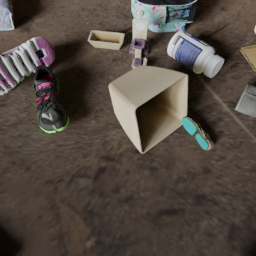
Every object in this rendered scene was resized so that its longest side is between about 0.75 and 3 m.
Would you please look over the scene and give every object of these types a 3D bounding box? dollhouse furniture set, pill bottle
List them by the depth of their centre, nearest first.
[{"bbox_3d":[2.376,-2.565,9.835,1.023,1.023,1.843,-39,65,-22],"label":"pill bottle"},{"bbox_3d":[-0.379,-3.239,9.902,2.306,1.636,1.827,7,57,4],"label":"dollhouse furniture set"}]

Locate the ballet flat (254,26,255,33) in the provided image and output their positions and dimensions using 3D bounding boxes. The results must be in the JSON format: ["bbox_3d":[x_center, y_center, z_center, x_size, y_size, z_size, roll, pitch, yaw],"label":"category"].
[{"bbox_3d":[5.328,-3.931,11.070,0.501,0.498,1.466,30,55,28],"label":"ballet flat"}]

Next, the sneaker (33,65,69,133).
[{"bbox_3d":[-2.543,-0.934,8.725,0.991,1.082,2.582,-20,59,-6],"label":"sneaker"}]

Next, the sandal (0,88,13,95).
[{"bbox_3d":[-4.937,-1.209,9.217,2.300,0.565,0.936,-35,64,-23],"label":"sandal"}]

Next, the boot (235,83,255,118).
[{"bbox_3d":[4.509,-0.240,8.415,2.510,0.911,2.282,27,47,9],"label":"boot"}]

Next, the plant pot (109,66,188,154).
[{"bbox_3d":[0.495,-0.757,8.316,1.891,1.893,1.676,-35,50,-20],"label":"plant pot"}]

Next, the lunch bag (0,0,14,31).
[{"bbox_3d":[-5.555,-4.676,11.155,1.781,1.132,1.510,-8,59,-17],"label":"lunch bag"}]

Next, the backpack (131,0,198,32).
[{"bbox_3d":[1.285,-4.847,10.834,2.373,1.787,2.107,-4,58,-7],"label":"backpack"}]

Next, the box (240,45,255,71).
[{"bbox_3d":[5.115,-2.693,10.433,1.452,0.154,1.187,-13,59,-9],"label":"box"}]

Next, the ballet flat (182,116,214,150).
[{"bbox_3d":[2.149,0.128,8.526,0.475,0.428,1.261,-18,62,-38],"label":"ballet flat"}]

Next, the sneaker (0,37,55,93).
[{"bbox_3d":[-3.957,-2.052,9.388,2.959,1.190,1.308,-35,27,-28],"label":"sneaker"}]
